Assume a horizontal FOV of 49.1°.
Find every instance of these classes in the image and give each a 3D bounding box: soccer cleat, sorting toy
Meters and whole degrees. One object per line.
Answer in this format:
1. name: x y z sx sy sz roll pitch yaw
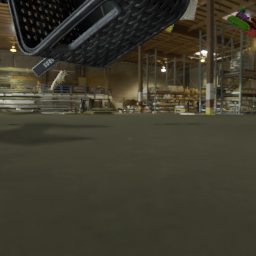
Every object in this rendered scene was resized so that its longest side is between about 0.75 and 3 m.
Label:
1. soccer cleat: -2.319 -1.588 9.440 0.305 0.787 0.273 33 -16 -14
2. sorting toy: 3.450 -3.141 8.144 1.394 0.572 0.838 6 33 -43

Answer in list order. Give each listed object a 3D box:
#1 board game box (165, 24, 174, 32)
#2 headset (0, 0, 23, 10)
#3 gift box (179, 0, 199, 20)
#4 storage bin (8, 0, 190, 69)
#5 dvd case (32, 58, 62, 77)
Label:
1. board game box: 0.551 -3.292 7.617 1.642 0.784 0.246 19 0 -6
2. headset: -2.983 -2.462 5.437 2.125 1.312 0.998 9 29 26
3. gift box: 0.526 -3.406 6.277 2.051 1.893 1.915 -8 41 -7
4. storage bin: -0.622 -2.465 3.727 1.929 2.853 1.337 -24 -13 37
5. dvd case: -1.028 -1.848 5.935 1.481 0.244 1.970 -29 18 26
